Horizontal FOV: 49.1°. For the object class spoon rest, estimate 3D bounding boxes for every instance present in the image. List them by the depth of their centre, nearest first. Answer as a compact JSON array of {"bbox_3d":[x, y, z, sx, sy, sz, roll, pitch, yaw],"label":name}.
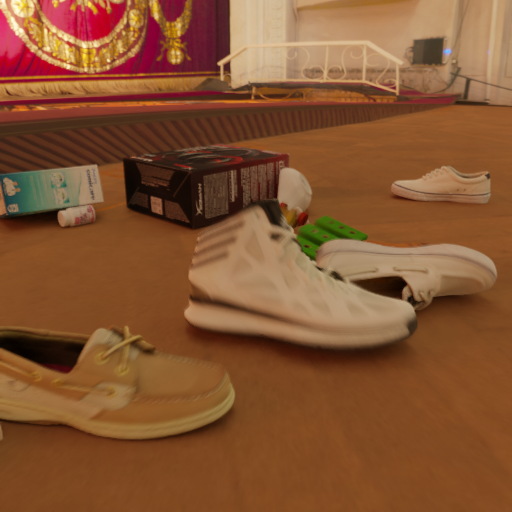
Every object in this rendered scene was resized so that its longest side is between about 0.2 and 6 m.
[{"bbox_3d":[0.870,-1.341,13.342,0.705,1.156,2.326,-28,23,21],"label":"spoon rest"}]

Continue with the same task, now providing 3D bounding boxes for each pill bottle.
[{"bbox_3d":[-4.124,-0.909,12.859,0.747,0.423,0.423,-17,26,-40],"label":"pill bottle"}]

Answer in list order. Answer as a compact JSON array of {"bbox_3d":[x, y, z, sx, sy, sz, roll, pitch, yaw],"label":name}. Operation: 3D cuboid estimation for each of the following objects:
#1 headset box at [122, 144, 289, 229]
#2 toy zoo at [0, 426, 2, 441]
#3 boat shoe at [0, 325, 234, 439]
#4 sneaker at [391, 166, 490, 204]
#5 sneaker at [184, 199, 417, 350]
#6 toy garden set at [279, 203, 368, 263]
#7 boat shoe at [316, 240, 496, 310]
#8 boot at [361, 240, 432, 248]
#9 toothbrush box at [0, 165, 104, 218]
[{"bbox_3d":[-1.089,-1.945,14.317,3.657,1.372,2.718,-19,27,-42],"label":"headset box"},{"bbox_3d":[-3.843,2.002,4.983,1.619,0.253,2.468,10,22,24],"label":"toy zoo"},{"bbox_3d":[-1.667,1.255,6.025,2.863,0.950,1.060,1,20,3],"label":"boat shoe"},{"bbox_3d":[4.983,-1.981,15.128,2.558,0.906,0.934,4,20,11],"label":"sneaker"},{"bbox_3d":[0.570,0.174,7.507,3.176,1.827,1.198,5,7,13],"label":"sneaker"},{"bbox_3d":[0.727,-0.265,10.738,1.933,0.463,2.319,28,34,29],"label":"toy garden set"},{"bbox_3d":[2.326,0.414,8.652,2.814,0.998,0.982,7,50,-2],"label":"boat shoe"},{"bbox_3d":[2.527,0.083,9.491,1.741,0.667,1.351,4,0,-33],"label":"boot"},{"bbox_3d":[-4.962,-1.518,13.264,2.205,0.940,1.614,-14,8,-32],"label":"toothbrush box"}]
